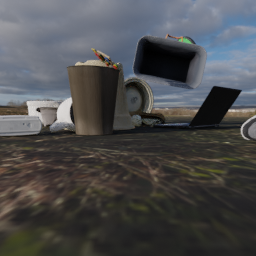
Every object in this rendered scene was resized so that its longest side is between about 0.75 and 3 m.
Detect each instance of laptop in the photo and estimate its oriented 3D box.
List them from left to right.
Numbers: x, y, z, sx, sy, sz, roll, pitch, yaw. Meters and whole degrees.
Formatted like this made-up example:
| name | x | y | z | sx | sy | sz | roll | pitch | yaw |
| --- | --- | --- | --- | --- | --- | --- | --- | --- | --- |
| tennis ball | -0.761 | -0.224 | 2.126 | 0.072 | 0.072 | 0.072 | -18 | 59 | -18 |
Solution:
| name | x | y | z | sx | sy | sz | roll | pitch | yaw |
| --- | --- | --- | --- | --- | --- | --- | --- | --- | --- |
| laptop | 3.000 | -0.830 | 12.093 | 2.825 | 1.637 | 2.646 | 3 | 4 | 43 |

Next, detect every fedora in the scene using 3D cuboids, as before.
| name | x | y | z | sx | sy | sz | roll | pitch | yaw |
| --- | --- | --- | --- | --- | --- | --- | --- | --- | --- |
| fedora | -3.307 | -0.428 | 12.474 | 1.519 | 0.776 | 1.718 | 2 | -5 | -3 |

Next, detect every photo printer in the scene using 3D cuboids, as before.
| name | x | y | z | sx | sy | sz | roll | pitch | yaw |
| --- | --- | --- | --- | --- | --- | --- | --- | --- | --- |
| photo printer | -3.335 | -0.084 | 8.154 | 1.332 | 0.556 | 1.600 | -3 | 4 | -29 |

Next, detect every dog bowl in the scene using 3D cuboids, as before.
| name | x | y | z | sx | sy | sz | roll | pitch | yaw |
| --- | --- | --- | --- | --- | --- | --- | --- | --- | --- |
| dog bowl | 0.137 | -1.496 | 15.401 | 2.545 | 2.545 | 0.938 | -2 | 7 | -31 |

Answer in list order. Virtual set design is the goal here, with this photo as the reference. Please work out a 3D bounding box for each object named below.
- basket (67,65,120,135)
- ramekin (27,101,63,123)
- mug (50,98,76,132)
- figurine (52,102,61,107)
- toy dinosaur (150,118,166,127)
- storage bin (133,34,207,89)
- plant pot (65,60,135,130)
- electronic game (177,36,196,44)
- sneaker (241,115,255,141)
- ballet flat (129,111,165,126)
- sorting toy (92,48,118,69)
| name | x | y | z | sx | sy | sz | roll | pitch | yaw |
| --- | --- | --- | --- | --- | --- | --- | --- | --- | --- |
| basket | -1.013 | -0.781 | 8.353 | 1.313 | 1.931 | 1.741 | 2 | 3 | 40 |
| ramekin | -4.981 | -1.013 | 17.839 | 2.752 | 1.341 | 2.752 | 1 | 3 | 0 |
| mug | -1.892 | -0.357 | 9.350 | 1.615 | 1.192 | 1.416 | -39 | 22 | -31 |
| figurine | -2.660 | -0.651 | 12.647 | 0.604 | 1.403 | 1.369 | -41 | -16 | 31 |
| toy dinosaur | 1.386 | -0.214 | 12.635 | 0.503 | 0.271 | 1.142 | -29 | -14 | 31 |
| storage bin | 1.462 | -2.446 | 10.368 | 2.425 | 1.765 | 1.629 | 11 | 7 | 0 |
| plant pot | -1.140 | -1.278 | 11.288 | 2.851 | 2.610 | 2.851 | 0 | 3 | 0 |
| electronic game | 2.834 | -3.298 | 13.880 | 0.495 | 2.378 | 2.378 | -12 | 7 | -20 |
| sneaker | 3.067 | 0.018 | 5.446 | 1.735 | 0.655 | 0.987 | -6 | 7 | 31 |
| ballet flat | 0.771 | -0.360 | 13.428 | 2.237 | 0.759 | 0.809 | 3 | 22 | -13 |
| sorting toy | -0.692 | -1.938 | 7.882 | 0.886 | 0.150 | 0.427 | 33 | -8 | 17 |
